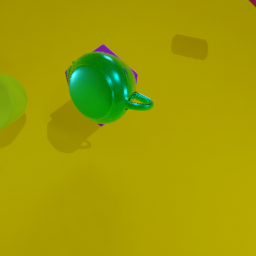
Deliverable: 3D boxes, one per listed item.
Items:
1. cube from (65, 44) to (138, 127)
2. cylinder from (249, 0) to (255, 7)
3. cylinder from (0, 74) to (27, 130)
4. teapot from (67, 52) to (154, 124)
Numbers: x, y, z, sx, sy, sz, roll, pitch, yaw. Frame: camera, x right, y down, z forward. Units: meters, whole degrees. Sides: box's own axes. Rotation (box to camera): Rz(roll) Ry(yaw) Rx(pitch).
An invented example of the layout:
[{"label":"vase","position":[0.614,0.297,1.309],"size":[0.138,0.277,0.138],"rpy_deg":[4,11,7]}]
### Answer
[{"label":"cube","position":[-0.561,-0.899,6.098],"size":[1.070,1.070,1.070],"rpy_deg":[-41,75,-19]},{"label":"cylinder","position":[3.544,-3.772,7.241],"size":[1.080,1.080,1.080],"rpy_deg":[27,55,-26]},{"label":"cylinder","position":[-3.106,-0.611,6.464],"size":[1.252,1.252,1.252],"rpy_deg":[-1,102,-6]},{"label":"teapot","position":[-0.412,-0.710,4.607],"size":[1.853,1.152,0.907],"rpy_deg":[28,34,21]}]
